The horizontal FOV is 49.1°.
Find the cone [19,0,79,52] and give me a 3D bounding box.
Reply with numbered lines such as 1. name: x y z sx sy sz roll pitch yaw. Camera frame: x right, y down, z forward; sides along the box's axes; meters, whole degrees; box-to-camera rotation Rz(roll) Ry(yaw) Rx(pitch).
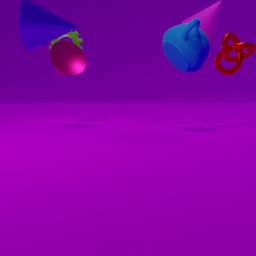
1. cone: -2.148 -2.916 8.056 1.455 1.450 1.450 1 6 -1

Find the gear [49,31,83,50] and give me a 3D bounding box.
1. gear: -2.590 -3.493 11.700 1.364 1.364 0.252 0 10 -1

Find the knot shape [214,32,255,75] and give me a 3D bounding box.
1. knot shape: 3.459 -2.395 9.343 1.366 1.278 0.631 18 26 -21

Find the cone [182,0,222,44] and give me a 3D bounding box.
1. cone: 2.812 -3.869 9.803 1.317 1.322 1.317 31 25 -16

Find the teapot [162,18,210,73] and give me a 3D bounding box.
1. teapot: 1.584 -2.124 7.356 1.021 1.296 2.085 -41 -16 -6

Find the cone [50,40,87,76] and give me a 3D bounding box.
1. cone: -2.628 -2.441 11.205 1.484 1.484 1.490 -4 -16 -35
